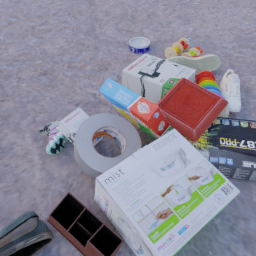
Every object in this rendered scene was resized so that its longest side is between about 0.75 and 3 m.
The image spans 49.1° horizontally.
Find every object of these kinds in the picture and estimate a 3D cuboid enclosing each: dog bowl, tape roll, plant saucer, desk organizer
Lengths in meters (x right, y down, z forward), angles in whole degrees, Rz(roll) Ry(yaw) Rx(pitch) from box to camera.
[{"bbox_3d":[0.574,-4.087,13.848,1.032,0.407,1.032,0,43,0],"label":"dog bowl"},{"bbox_3d":[-0.605,0.540,8.246,1.935,0.639,1.935,8,58,-13],"label":"tape roll"},{"bbox_3d":[1.921,-0.728,8.889,1.841,0.338,1.838,36,72,26],"label":"plant saucer"},{"bbox_3d":[-0.990,2.337,6.398,1.763,0.679,0.632,36,45,16],"label":"desk organizer"}]

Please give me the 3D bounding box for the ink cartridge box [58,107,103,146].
[{"bbox_3d":[-1.472,0.086,8.941,1.227,0.527,0.899,43,53,4],"label":"ink cartridge box"}]

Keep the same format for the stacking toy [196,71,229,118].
[{"bbox_3d":[2.999,-1.274,10.481,1.192,1.192,2.791,6,37,7],"label":"stacking toy"}]

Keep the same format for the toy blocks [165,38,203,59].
[{"bbox_3d":[2.849,-3.700,13.249,1.525,0.665,1.830,28,50,27],"label":"toy blocks"}]

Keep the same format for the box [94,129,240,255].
[{"bbox_3d":[0.872,1.617,6.799,2.610,1.262,2.303,-31,63,-28],"label":"box"}]

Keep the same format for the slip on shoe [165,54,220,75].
[{"bbox_3d":[2.615,-2.694,12.117,2.630,0.974,0.805,-10,17,-7],"label":"slip on shoe"}]

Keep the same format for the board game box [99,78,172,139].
[{"bbox_3d":[0.378,-0.418,8.509,1.846,2.413,0.487,34,85,29],"label":"board game box"}]

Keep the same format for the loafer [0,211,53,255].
[{"bbox_3d":[-2.856,2.982,5.912,0.892,1.019,2.835,31,49,21],"label":"loafer"}]

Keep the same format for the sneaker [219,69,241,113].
[{"bbox_3d":[3.833,-1.417,10.558,0.762,1.013,2.035,4,45,3],"label":"sneaker"}]

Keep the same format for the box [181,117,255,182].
[{"bbox_3d":[2.891,0.542,8.727,2.614,0.642,2.107,7,46,7],"label":"box"}]

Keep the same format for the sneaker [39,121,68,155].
[{"bbox_3d":[-2.507,0.256,9.136,1.067,0.593,1.526,12,35,15],"label":"sneaker"}]

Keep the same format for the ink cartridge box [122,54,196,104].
[{"bbox_3d":[1.177,-1.874,11.030,2.406,0.999,1.764,24,48,25],"label":"ink cartridge box"}]
